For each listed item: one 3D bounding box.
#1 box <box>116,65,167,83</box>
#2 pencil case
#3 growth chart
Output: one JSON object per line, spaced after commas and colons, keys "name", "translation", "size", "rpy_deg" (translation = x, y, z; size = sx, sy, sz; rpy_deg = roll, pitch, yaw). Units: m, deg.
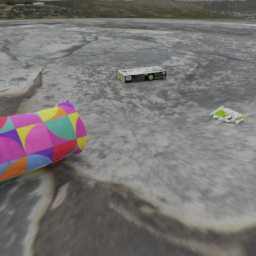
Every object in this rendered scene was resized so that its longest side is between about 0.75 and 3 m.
{"name": "box", "translation": [0.561, -2.301, 11.874], "size": [1.886, 0.327, 1.038], "rpy_deg": [-10, 28, -18]}
{"name": "pencil case", "translation": [-2.237, 0.337, 5.380], "size": [2.917, 1.289, 1.289], "rpy_deg": [-19, 32, -35]}
{"name": "growth chart", "translation": [2.879, -0.363, 8.026], "size": [0.653, 0.080, 0.902], "rpy_deg": [-36, 43, -28]}
